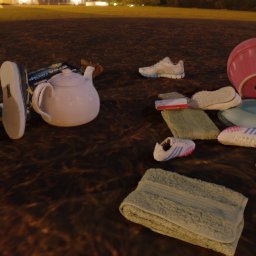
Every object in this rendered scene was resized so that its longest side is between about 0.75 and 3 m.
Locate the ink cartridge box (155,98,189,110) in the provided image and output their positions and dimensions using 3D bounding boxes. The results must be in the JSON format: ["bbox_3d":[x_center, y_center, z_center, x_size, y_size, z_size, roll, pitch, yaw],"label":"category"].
[{"bbox_3d":[1.822,-1.013,11.717,1.297,0.455,1.596,-5,2,4],"label":"ink cartridge box"}]

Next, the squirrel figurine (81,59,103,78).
[{"bbox_3d":[-2.151,-3.514,16.892,1.366,0.967,1.275,29,26,21],"label":"squirrel figurine"}]

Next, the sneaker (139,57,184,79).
[{"bbox_3d":[1.990,-3.632,16.605,2.731,1.184,1.024,1,29,4],"label":"sneaker"}]

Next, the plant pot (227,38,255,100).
[{"bbox_3d":[6.062,-2.463,13.123,2.685,2.685,2.403,7,45,13],"label":"plant pot"}]

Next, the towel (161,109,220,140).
[{"bbox_3d":[2.352,-0.181,10.734,1.771,0.435,2.387,-2,27,-7],"label":"towel"}]

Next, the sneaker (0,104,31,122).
[{"bbox_3d":[-4.937,-0.683,11.318,2.299,0.862,0.996,5,22,9],"label":"sneaker"}]

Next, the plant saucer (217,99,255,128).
[{"bbox_3d":[5.235,-0.619,11.442,2.994,0.576,2.994,0,27,0],"label":"plant saucer"}]

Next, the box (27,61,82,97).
[{"bbox_3d":[-4.163,-2.651,14.852,2.801,0.644,2.226,-28,38,-28],"label":"box"}]

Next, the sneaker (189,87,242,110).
[{"bbox_3d":[3.590,-1.063,11.744,0.901,0.855,2.239,29,-19,-37],"label":"sneaker"}]

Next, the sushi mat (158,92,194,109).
[{"bbox_3d":[2.499,-1.234,13.085,1.107,0.140,2.314,-14,30,-27],"label":"sushi mat"}]

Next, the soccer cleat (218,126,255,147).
[{"bbox_3d":[4.035,0.327,9.514,1.852,0.647,0.800,-4,28,-9],"label":"soccer cleat"}]

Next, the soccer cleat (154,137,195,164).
[{"bbox_3d":[1.548,0.575,8.946,1.686,0.728,0.589,-18,32,-32],"label":"soccer cleat"}]

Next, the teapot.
[{"bbox_3d":[-2.445,-1.381,11.378,2.651,1.961,2.686,-7,29,-13],"label":"teapot"}]

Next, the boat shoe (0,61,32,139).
[{"bbox_3d":[-3.907,-0.995,10.099,0.979,2.769,0.882,-8,-5,30],"label":"boat shoe"}]

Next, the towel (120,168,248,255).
[{"bbox_3d":[1.374,1.830,6.776,2.714,0.495,2.014,13,29,23],"label":"towel"}]
